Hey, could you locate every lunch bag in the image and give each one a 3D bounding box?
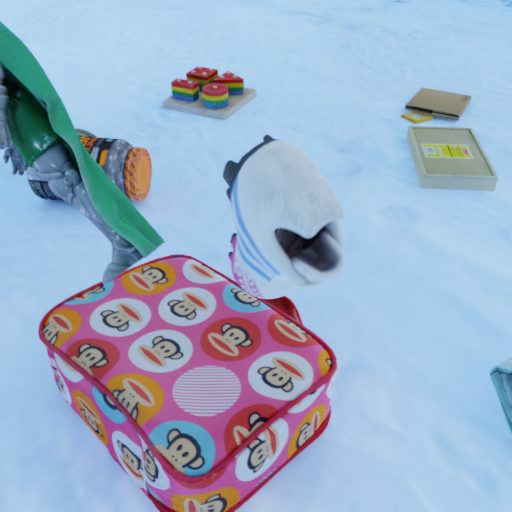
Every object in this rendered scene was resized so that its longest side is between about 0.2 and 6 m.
[{"bbox_3d":[3.440,1.574,5.798,1.402,1.004,1.646,-17,46,-19],"label":"lunch bag"},{"bbox_3d":[-0.630,1.120,6.197,2.589,1.204,2.939,-30,46,-33],"label":"lunch bag"}]

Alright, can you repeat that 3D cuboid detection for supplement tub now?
[{"bbox_3d":[-2.836,-1.474,9.667,1.889,1.157,1.157,5,38,7],"label":"supplement tub"}]

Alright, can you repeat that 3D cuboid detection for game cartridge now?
[{"bbox_3d":[3.671,-3.170,12.771,0.571,0.093,0.503,-21,42,-26],"label":"game cartridge"}]

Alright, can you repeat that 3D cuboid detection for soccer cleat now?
[{"bbox_3d":[0.237,0.006,4.120,0.710,2.032,0.877,-37,67,-12],"label":"soccer cleat"}]

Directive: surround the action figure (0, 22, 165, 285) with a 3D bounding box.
[{"bbox_3d":[-1.696,-0.968,4.273,0.703,2.571,1.519,-36,6,-11],"label":"action figure"}]

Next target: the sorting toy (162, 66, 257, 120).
[{"bbox_3d":[-1.095,-3.977,13.412,1.695,0.593,1.705,17,40,20],"label":"sorting toy"}]

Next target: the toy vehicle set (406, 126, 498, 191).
[{"bbox_3d":[3.779,-1.963,11.017,1.343,0.287,2.162,3,37,4],"label":"toy vehicle set"}]

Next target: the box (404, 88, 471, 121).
[{"bbox_3d":[4.317,-3.618,13.243,1.245,0.162,1.524,18,38,22],"label":"box"}]

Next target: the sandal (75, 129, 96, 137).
[{"bbox_3d":[-3.801,-1.932,10.691,2.141,0.850,0.611,3,54,14],"label":"sandal"}]
